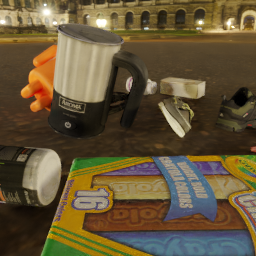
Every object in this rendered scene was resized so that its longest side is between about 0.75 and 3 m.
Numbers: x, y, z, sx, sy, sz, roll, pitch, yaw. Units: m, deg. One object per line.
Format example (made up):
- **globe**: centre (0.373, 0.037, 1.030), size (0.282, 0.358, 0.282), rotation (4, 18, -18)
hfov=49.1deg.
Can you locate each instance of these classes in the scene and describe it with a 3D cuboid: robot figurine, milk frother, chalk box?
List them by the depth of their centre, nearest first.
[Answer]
- **chalk box**: centre (0.805, 1.360, 2.614), size (2.795, 1.745, 1.733), rotation (-1, 21, 0)
- **milk frother**: centre (-0.847, -1.497, 8.275), size (2.617, 2.728, 2.900), rotation (9, 30, -11)
- **robot figurine**: centre (-2.226, -1.639, 9.696), size (2.035, 1.650, 2.829), rotation (39, 55, 20)

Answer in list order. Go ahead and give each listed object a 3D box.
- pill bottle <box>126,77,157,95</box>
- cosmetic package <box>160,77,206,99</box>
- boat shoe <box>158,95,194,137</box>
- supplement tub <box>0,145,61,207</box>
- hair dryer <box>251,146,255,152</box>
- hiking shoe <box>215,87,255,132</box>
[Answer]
- **pill bottle**: centre (0.627, -1.872, 12.550), size (1.297, 0.728, 0.728), rotation (16, 26, 35)
- **cosmetic package**: centre (2.429, -1.804, 12.479), size (1.774, 0.648, 0.918), rotation (13, 24, 32)
- **boat shoe**: centre (1.378, -0.425, 7.759), size (0.702, 0.839, 2.348), rotation (-30, 15, 7)
- **supplement tub**: centre (-2.150, 0.825, 5.040), size (1.657, 1.016, 1.016), rotation (4, 21, 10)
- **hair dryer**: centre (3.478, 0.518, 7.100), size (0.856, 0.233, 0.652), rotation (-4, 3, -21)
- **hiking shoe**: centre (3.767, -0.640, 8.589), size (2.428, 1.222, 0.919), rotation (-13, 24, -30)
